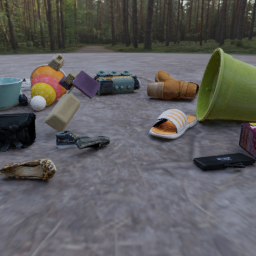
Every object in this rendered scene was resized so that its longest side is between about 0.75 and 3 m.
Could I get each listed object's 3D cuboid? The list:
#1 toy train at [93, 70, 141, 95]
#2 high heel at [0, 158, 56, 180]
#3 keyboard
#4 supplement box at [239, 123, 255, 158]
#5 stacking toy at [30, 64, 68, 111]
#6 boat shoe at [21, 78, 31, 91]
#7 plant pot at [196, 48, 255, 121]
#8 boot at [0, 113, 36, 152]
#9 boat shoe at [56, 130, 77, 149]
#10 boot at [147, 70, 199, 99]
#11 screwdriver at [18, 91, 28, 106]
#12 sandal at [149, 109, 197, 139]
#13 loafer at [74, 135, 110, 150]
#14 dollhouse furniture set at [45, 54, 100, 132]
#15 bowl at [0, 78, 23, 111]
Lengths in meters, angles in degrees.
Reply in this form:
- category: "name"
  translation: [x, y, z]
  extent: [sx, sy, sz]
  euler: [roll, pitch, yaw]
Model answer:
- category: "toy train"
  translation: [-0.590, -2.207, 13.886]
  extent: [2.483, 1.058, 1.415]
  euler: [-5, 31, -21]
- category: "high heel"
  translation: [-1.919, 0.833, 5.329]
  extent: [0.844, 0.423, 1.185]
  euler: [-6, 2, -38]
- category: "keyboard"
  translation: [2.146, 0.760, 6.099]
  extent: [1.259, 0.162, 0.756]
  euler: [-6, 13, -14]
- category: "supplement box"
  translation: [3.305, 0.367, 6.521]
  extent: [0.787, 0.611, 1.426]
  euler: [-2, 18, -6]
- category: "stacking toy"
  translation: [-3.356, -1.441, 11.178]
  extent: [1.635, 1.635, 2.237]
  euler: [0, 33, 1]
- category: "boat shoe"
  translation: [-5.276, -2.306, 14.600]
  extent: [0.694, 0.630, 1.886]
  euler: [12, 22, 32]
- category: "plant pot"
  translation: [3.624, -1.159, 9.067]
  extent: [2.180, 2.371, 2.371]
  euler: [12, 19, 0]
- category: "boot"
  translation: [-3.548, -0.158, 7.685]
  extent: [1.988, 0.898, 2.426]
  euler: [-5, 26, -9]
- category: "boat shoe"
  translation: [-1.383, 0.269, 7.148]
  extent: [0.905, 0.411, 0.320]
  euler: [-7, 20, -22]
- category: "boot"
  translation: [2.255, -2.033, 13.042]
  extent: [2.165, 1.069, 2.789]
  euler: [5, 20, 18]
- category: "screwdriver"
  translation: [-4.756, -1.419, 12.391]
  extent: [0.409, 0.392, 2.813]
  euler: [-39, 29, -12]
- category: "sandal"
  translation: [1.396, -0.273, 8.385]
  extent: [0.887, 0.663, 2.314]
  euler: [12, 22, 32]
- category: "loafer"
  translation: [-0.845, 0.399, 6.862]
  extent: [1.043, 0.375, 0.328]
  euler: [4, 50, -44]
- category: "dollhouse furniture set"
  translation: [-2.225, -0.824, 8.541]
  extent: [1.482, 1.655, 2.088]
  euler: [-35, 23, 49]
- category: "bowl"
  translation: [-5.120, -1.304, 10.877]
  extent: [2.034, 1.064, 2.034]
  euler: [1, 18, 0]
